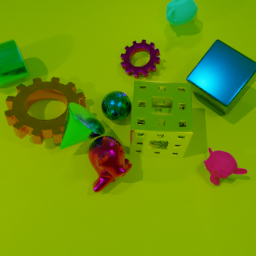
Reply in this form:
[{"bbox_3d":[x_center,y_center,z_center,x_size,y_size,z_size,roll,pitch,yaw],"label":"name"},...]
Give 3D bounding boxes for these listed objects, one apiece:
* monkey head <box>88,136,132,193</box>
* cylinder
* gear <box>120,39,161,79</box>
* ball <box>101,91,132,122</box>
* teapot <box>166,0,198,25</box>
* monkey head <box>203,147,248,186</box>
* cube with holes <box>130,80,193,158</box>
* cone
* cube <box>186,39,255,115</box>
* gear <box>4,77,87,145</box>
[{"bbox_3d":[-0.589,0.809,6.578,1.249,1.736,1.046,-43,104,-1],"label":"monkey head"},{"bbox_3d":[-3.564,-1.834,8.030,1.113,1.113,1.113,-23,63,-12],"label":"cylinder"},{"bbox_3d":[0.375,-2.095,8.490,1.206,0.223,1.206,-4,72,12],"label":"gear"},{"bbox_3d":[-0.309,-0.584,7.508,0.822,0.822,0.822,0,61,0],"label":"ball"},{"bbox_3d":[1.714,-3.882,9.022,1.027,0.808,1.651,10,48,41],"label":"teapot"},{"bbox_3d":[2.196,0.936,6.612,0.660,0.788,1.095,-33,44,-23],"label":"monkey head"},{"bbox_3d":[0.777,-0.185,6.969,1.364,1.364,1.364,4,61,2],"label":"cube with holes"},{"bbox_3d":[-1.301,0.152,6.696,1.082,1.077,1.077,-47,67,13],"label":"cone"},{"bbox_3d":[2.483,-1.283,7.383,1.272,1.272,1.272,40,97,19],"label":"cube"},{"bbox_3d":[-2.160,-0.520,7.504,2.072,0.383,2.072,4,52,-5],"label":"gear"}]
